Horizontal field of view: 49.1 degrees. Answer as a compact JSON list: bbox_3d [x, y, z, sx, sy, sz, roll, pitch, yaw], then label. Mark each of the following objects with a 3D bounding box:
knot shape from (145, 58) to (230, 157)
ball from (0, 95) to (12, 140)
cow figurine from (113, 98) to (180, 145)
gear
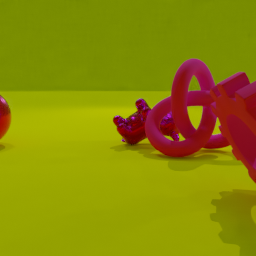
[{"bbox_3d":[1.253,-0.401,5.213,1.870,1.750,0.864,-3,6,-6],"label":"knot shape"},{"bbox_3d":[-3.106,-0.230,5.826,1.265,1.265,1.265,0,8,0],"label":"ball"},{"bbox_3d":[0.491,-0.009,6.188,1.364,1.342,0.749,-34,39,6],"label":"cow figurine"},{"bbox_3d":[1.356,0.114,2.924,0.261,1.411,1.411,-29,9,2],"label":"gear"}]
